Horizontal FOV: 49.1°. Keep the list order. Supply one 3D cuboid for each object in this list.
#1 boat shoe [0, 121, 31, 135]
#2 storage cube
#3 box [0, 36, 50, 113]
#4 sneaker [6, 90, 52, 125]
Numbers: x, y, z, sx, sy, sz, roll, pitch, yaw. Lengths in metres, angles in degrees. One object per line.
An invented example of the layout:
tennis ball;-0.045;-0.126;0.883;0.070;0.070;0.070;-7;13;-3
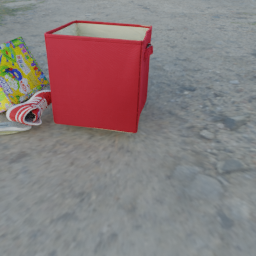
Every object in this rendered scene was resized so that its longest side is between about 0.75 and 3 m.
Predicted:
boat shoe;-3.151;-0.002;7.726;0.923;0.286;0.332;-3;47;-19
storage cube;-0.682;-1.534;7.803;2.682;2.411;2.292;6;29;7
box;-3.622;-1.609;8.524;1.026;1.682;1.620;-12;24;37
sneaker;-2.474;-0.561;7.772;0.867;0.549;1.542;16;41;35
